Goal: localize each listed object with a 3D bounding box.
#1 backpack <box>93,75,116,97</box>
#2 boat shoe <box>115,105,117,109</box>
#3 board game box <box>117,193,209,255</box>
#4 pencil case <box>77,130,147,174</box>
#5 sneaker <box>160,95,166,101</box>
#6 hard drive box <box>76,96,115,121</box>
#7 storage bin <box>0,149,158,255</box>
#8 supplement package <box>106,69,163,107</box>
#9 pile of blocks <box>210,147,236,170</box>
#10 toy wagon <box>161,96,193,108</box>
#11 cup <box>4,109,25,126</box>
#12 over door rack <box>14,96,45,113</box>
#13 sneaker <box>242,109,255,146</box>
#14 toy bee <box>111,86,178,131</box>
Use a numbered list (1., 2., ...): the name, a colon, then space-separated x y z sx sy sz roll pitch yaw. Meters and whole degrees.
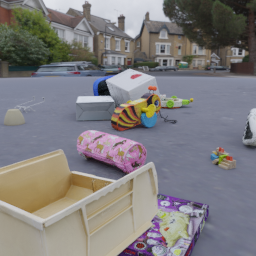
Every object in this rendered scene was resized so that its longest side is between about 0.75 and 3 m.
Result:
1. backpack: -0.896 -2.115 16.207 2.245 1.824 1.884 -18 15 -21
2. boat shoe: -0.344 -1.161 14.858 0.558 0.467 1.562 -10 17 -37
3. board game box: 0.566 1.492 4.231 0.972 0.262 1.620 2 13 27
4. pencil case: -0.439 0.561 6.930 1.892 0.819 0.783 11 -13 41
5. sneaker: 1.951 -1.756 16.553 0.817 0.376 0.309 -8 -12 -31
6. hard drive box: -1.550 -0.975 13.233 1.715 0.845 2.200 -2 13 -7
7. storage bin: -0.918 1.048 4.005 2.057 0.964 2.042 3 13 38
8. supplement package: 0.257 -1.715 13.424 1.504 1.486 2.481 -29 30 -17
9. pile of blocks: 2.373 0.714 7.214 0.457 0.346 1.112 -1 13 -6
10. toy wagon: 2.399 -1.488 16.150 2.655 0.525 2.060 4 14 14
11. cup: -4.750 -0.473 11.688 0.834 0.597 0.834 1 13 0
12. over door rack: -5.135 -1.188 14.779 0.994 0.448 1.345 9 37 35
13. sneaker: 4.527 -0.042 9.098 1.193 1.106 2.944 18 22 30
14. toy bee: 0.622 -0.872 11.267 1.926 1.599 2.942 7 15 36
